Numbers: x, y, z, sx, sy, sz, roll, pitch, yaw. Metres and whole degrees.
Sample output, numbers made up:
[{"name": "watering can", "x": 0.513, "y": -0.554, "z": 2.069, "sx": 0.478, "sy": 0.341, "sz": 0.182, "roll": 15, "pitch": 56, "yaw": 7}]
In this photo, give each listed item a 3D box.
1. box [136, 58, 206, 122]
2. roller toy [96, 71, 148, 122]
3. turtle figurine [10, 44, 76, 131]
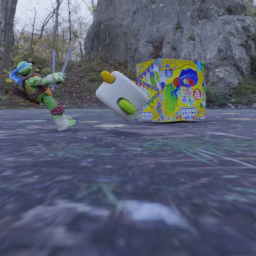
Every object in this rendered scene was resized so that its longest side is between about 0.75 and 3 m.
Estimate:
[{"name": "box", "x": 1.689, "y": -1.403, "z": 10.885, "sx": 2.342, "sy": 2.256, "sz": 1.429, "roll": -6, "pitch": 5, "yaw": -33}, {"name": "roller toy", "x": -0.123, "y": -0.747, "z": 6.403, "sx": 1.167, "sy": 0.815, "sz": 1.064, "roll": 40, "pitch": 1, "yaw": 16}, {"name": "turtle figurine", "x": -1.780, "y": -1.017, "z": 7.139, "sx": 1.381, "sy": 1.860, "sz": 1.919, "roll": -5, "pitch": 28, "yaw": 39}]
